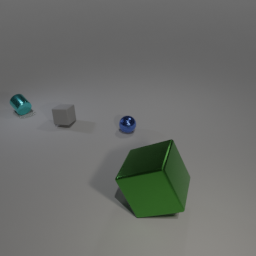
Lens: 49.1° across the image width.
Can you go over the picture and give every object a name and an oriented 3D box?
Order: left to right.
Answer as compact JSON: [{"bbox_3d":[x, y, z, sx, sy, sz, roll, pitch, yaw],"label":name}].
[{"bbox_3d":[-4.825,-1.061,12.593,0.700,0.700,0.700,-28,60,-38],"label":"cylinder"},{"bbox_3d":[-2.677,-0.569,11.749,0.700,0.700,0.700,3,22,16],"label":"cube"},{"bbox_3d":[-0.016,-0.153,11.277,0.700,0.700,0.700,0,31,0],"label":"ball"},{"bbox_3d":[0.732,1.372,7.626,1.400,1.400,1.400,-17,22,27],"label":"cube"}]
